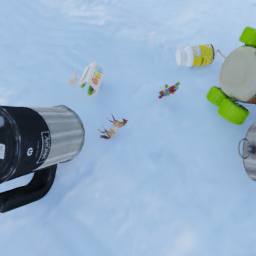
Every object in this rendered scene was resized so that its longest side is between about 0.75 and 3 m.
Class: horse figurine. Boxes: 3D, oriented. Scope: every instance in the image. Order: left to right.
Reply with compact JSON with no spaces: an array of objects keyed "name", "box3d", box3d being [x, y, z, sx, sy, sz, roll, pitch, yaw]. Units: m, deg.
[{"name":"horse figurine","box3d":[-0.486,-0.017,8.315,0.615,0.232,0.928,35,80,-18]}]

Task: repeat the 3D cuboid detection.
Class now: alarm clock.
[{"name":"alarm clock","box3d":[3.357,0.577,6.811,2.275,0.757,1.535,8,86,-35]}]

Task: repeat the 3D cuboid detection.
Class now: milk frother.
[{"name":"milk frother","box3d":[-2.939,0.331,6.639,2.730,2.568,2.464,30,101,15]}]

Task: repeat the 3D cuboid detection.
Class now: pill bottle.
[{"name":"pill bottle","box3d":[2.404,-2.571,9.958,1.297,0.722,0.722,-8,55,-6]}]

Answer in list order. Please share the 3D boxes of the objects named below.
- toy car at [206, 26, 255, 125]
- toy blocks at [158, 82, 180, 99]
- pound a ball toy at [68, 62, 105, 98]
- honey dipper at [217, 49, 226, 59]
[{"name":"toy car","box3d":[4.229,-1.138,8.062,2.893,2.376,2.283,20,24,-11]},{"name":"toy blocks","box3d":[1.251,-1.156,8.782,0.763,0.381,0.521,-22,12,29]},{"name":"pound a ball toy","box3d":[-1.251,-1.646,8.910,0.585,0.899,1.378,-27,32,30]},{"name":"honey dipper","box3d":[3.400,-2.413,9.748,0.173,0.173,0.912,-29,69,-19]}]
